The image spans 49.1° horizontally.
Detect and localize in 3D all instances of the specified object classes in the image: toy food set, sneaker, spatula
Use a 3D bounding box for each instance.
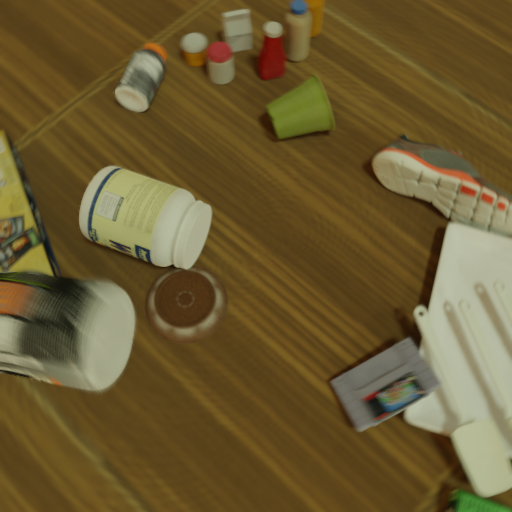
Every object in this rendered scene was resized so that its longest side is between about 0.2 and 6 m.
[{"bbox_3d":[0.002,-4.054,10.092,2.707,1.218,1.292,-12,66,-6],"label":"toy food set"},{"bbox_3d":[3.226,-1.282,9.006,2.576,0.993,1.055,30,63,12],"label":"sneaker"},{"bbox_3d":[3.244,1.683,7.592,1.791,0.207,2.576,-16,71,-7],"label":"spatula"}]

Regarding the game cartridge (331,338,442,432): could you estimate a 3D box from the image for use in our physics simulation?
[{"bbox_3d":[1.783,1.772,7.720,1.286,0.247,0.834,-30,48,0],"label":"game cartridge"}]

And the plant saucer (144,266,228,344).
[{"bbox_3d":[-1.067,0.685,8.486,1.276,0.233,1.276,0,65,-1],"label":"plant saucer"}]

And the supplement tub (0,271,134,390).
[{"bbox_3d":[-2.738,0.881,7.037,2.115,1.296,1.296,7,65,15],"label":"supplement tub"}]

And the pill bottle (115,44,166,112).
[{"bbox_3d":[-2.017,-3.234,10.047,0.634,0.634,1.193,16,66,7],"label":"pill bottle"}]

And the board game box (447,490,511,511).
[{"bbox_3d":[2.879,5.283,6.258,2.327,0.521,4.442,19,67,11],"label":"board game box"}]

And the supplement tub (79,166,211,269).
[{"bbox_3d":[-1.650,-0.556,8.498,1.687,1.223,1.223,20,67,9],"label":"supplement tub"}]

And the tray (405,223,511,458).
[{"bbox_3d":[3.317,1.144,8.201,1.732,0.358,3.226,18,67,7],"label":"tray"}]

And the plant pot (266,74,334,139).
[{"bbox_3d":[0.719,-2.448,9.602,0.962,1.013,1.013,-21,67,5],"label":"plant pot"}]

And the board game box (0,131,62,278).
[{"bbox_3d":[-4.464,0.017,8.563,2.456,0.627,3.626,-23,68,-10],"label":"board game box"}]
